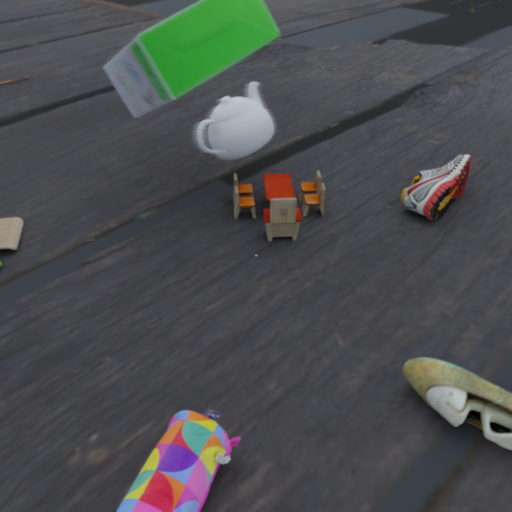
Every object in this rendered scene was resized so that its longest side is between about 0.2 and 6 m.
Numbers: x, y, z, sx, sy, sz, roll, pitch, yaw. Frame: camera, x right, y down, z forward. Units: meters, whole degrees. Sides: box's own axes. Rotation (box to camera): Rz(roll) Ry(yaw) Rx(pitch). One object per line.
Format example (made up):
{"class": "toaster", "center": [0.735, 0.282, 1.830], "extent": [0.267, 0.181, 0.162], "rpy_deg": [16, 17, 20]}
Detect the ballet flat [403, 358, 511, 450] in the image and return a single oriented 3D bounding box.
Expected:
{"class": "ballet flat", "center": [2.941, 2.024, 7.343], "extent": [2.228, 0.788, 0.788], "rpy_deg": [21, 42, 22]}

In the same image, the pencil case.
{"class": "pencil case", "center": [-0.987, 2.726, 6.300], "extent": [0.931, 0.931, 2.107], "rpy_deg": [14, 40, 18]}

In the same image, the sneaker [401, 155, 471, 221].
{"class": "sneaker", "center": [3.930, -1.638, 12.093], "extent": [0.949, 0.899, 2.311], "rpy_deg": [25, 43, 31]}

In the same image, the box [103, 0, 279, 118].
{"class": "box", "center": [-1.375, -4.184, 11.560], "extent": [2.782, 1.345, 2.455], "rpy_deg": [-38, 21, -20]}

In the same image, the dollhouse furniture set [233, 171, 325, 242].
{"class": "dollhouse furniture set", "center": [0.486, -1.206, 11.442], "extent": [1.891, 0.974, 1.870], "rpy_deg": [-2, 37, -3]}

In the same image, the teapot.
{"class": "teapot", "center": [-0.377, -2.319, 9.773], "extent": [1.250, 0.925, 1.267], "rpy_deg": [-23, 32, 11]}

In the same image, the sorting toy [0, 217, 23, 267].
{"class": "sorting toy", "center": [-5.228, -0.213, 10.722], "extent": [1.267, 0.252, 1.714], "rpy_deg": [-3, 33, -13]}
